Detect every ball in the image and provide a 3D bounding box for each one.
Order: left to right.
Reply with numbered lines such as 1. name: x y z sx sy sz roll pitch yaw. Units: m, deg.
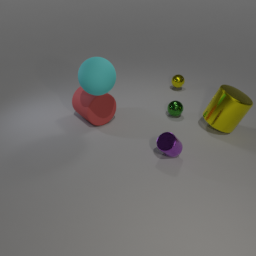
1. ball: -1.135 -1.901 10.311 1.400 1.400 1.400 0 30 0
2. ball: 2.068 -0.850 12.230 0.700 0.700 0.700 0 30 0
3. ball: 2.636 -2.469 14.751 0.700 0.700 0.700 0 30 0

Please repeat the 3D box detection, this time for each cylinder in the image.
1. cylinder: -1.433 -0.995 11.822 1.400 1.400 1.400 -21 36 -31
2. cylinder: 1.426 0.577 9.581 0.700 0.700 0.700 -13 61 26
3. cylinder: 3.904 -0.763 11.044 1.400 1.400 1.400 19 33 -13
